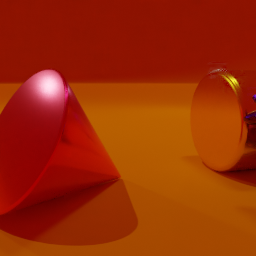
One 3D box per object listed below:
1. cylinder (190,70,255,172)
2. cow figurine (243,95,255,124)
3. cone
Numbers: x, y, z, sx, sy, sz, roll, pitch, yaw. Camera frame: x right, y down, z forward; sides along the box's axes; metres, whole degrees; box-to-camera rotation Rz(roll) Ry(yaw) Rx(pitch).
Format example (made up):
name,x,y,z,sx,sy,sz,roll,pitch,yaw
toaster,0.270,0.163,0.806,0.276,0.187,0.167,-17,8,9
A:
name,x,y,z,sx,sy,sz,roll,pitch,yaw
cylinder,1.758,-0.118,3.875,1.339,1.339,1.339,-2,10,-14
cow figurine,1.703,0.134,2.770,0.661,1.184,1.204,-30,-11,29
cone,-0.557,0.343,3.047,1.421,1.421,1.426,11,-14,47
